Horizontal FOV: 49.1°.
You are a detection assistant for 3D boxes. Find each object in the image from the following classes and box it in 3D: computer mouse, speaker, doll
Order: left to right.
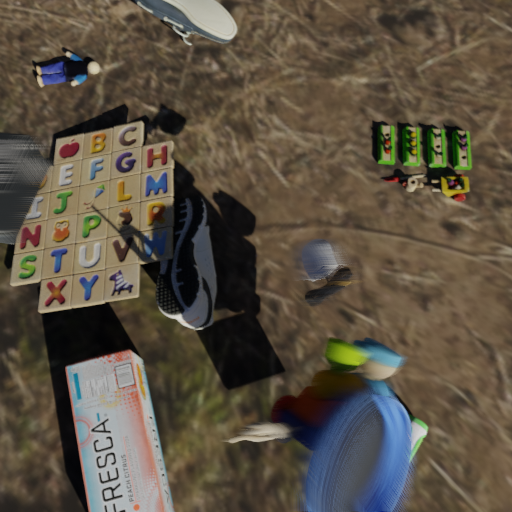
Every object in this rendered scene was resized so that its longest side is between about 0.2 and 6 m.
[{"bbox_3d":[-4.200,-4.167,12.557,1.348,0.327,0.920,-9,71,-3],"label":"doll"},{"bbox_3d":[0.887,0.121,7.962,0.714,0.286,1.303,-35,32,12],"label":"computer mouse"},{"bbox_3d":[2.527,3.378,9.789,0.515,0.515,1.164,33,74,11],"label":"speaker"}]

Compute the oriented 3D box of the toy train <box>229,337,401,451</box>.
[{"bbox_3d":[0.925,1.812,7.532,1.177,2.780,1.609,25,93,42],"label":"toy train"}]

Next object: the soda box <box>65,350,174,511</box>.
[{"bbox_3d":[-2.192,3.487,9.352,1.151,1.238,3.620,-14,71,-5],"label":"soda box"}]

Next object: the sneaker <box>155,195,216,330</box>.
[{"bbox_3d":[-1.316,0.108,10.776,1.081,1.173,2.932,-12,54,16],"label":"sneaker"}]

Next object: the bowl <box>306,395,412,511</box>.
[{"bbox_3d":[1.319,2.681,7.089,0.373,1.903,1.903,11,65,45],"label":"bowl"}]

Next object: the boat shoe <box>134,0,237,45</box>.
[{"bbox_3d":[-1.655,-5.506,12.749,2.554,0.790,0.956,26,57,-4],"label":"boat shoe"}]

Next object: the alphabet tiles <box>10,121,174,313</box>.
[{"bbox_3d":[-3.181,-0.876,10.971,3.284,0.125,3.947,-9,63,10],"label":"alphabet tiles"}]

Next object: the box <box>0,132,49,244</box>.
[{"bbox_3d":[-3.842,-0.957,7.237,1.809,0.713,1.276,9,61,10],"label":"box"}]

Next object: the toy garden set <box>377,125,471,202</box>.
[{"bbox_3d":[3.567,-2.004,11.754,1.955,0.390,1.630,4,71,1],"label":"toy garden set"}]
